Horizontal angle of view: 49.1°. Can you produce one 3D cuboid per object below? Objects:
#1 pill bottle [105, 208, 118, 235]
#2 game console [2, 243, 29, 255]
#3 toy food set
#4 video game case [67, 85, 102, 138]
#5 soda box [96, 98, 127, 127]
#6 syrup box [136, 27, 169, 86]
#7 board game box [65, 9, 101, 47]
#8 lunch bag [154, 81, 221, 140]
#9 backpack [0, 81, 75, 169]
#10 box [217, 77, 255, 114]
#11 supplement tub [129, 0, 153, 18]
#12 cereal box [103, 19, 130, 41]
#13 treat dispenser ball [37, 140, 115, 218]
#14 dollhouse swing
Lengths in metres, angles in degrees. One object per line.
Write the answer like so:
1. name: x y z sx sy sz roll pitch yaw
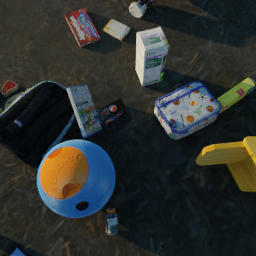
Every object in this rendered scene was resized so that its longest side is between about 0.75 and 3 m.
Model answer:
1. pill bottle: -0.540 3.034 9.141 0.411 0.411 0.773 -3 89 -1
2. game console: -3.581 4.178 8.710 0.921 0.547 0.794 36 72 14
3. toy food set: -5.194 -1.023 11.023 1.588 0.393 2.498 37 72 14
4. video game case: -1.464 -0.610 9.602 0.151 1.216 1.700 -16 96 22
5. soda box: -0.816 -0.524 10.754 1.556 0.493 0.550 -29 71 -11
6. syrup box: 0.863 -2.657 10.703 0.893 2.267 0.923 -16 68 -7
7. board game box: -2.064 -4.562 12.664 0.978 0.185 1.901 -24 69 -9
8. lunch bag: 2.163 -0.714 10.660 2.289 0.865 1.834 -25 67 -11
9. backpack: -3.074 -0.336 9.911 2.290 2.158 2.807 36 87 -1
10. box: 4.196 -1.294 11.006 1.760 0.662 0.441 -32 71 -14
11. supplement tub: 0.647 -5.729 12.857 0.742 0.742 1.211 29 71 12
12. cereal box: -0.505 -4.420 12.590 0.995 0.197 0.716 32 70 13
13. treat dispenser ball: -1.597 1.573 8.817 2.406 2.406 2.406 0 67 0
14. dollhouse swing: 3.531 1.398 9.052 1.847 2.101 1.910 -19 68 -8
